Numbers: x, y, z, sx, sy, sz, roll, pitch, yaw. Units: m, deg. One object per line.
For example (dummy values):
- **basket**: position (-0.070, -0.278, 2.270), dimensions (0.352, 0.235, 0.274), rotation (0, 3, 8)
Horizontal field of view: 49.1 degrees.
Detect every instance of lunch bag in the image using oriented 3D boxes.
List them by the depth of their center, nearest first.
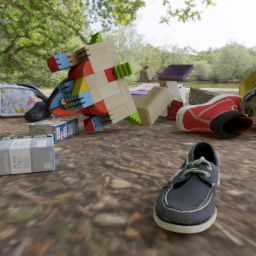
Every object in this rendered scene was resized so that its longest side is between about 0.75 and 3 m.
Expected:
- **lunch bag**: position (4.747, -0.752, 8.541), dimensions (2.073, 1.722, 2.471), rotation (-13, 0, 36)
- **lunch bag**: position (-4.594, -1.204, 11.757), dimensions (2.201, 1.399, 1.866), rotation (0, 8, -42)

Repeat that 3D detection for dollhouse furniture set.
- **dollhouse furniture set**: position (2.282, -0.531, 10.549), dimensions (1.543, 0.628, 0.831), rotation (19, 13, 9)
- **dollhouse furniture set**: position (1.067, -0.745, 10.787), dimensions (2.374, 2.126, 2.996), rotation (11, 48, 41)

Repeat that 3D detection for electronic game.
- **electronic game**: position (-1.818, -1.346, 10.865), dimensions (2.811, 0.585, 2.811), rotation (-30, -14, -8)

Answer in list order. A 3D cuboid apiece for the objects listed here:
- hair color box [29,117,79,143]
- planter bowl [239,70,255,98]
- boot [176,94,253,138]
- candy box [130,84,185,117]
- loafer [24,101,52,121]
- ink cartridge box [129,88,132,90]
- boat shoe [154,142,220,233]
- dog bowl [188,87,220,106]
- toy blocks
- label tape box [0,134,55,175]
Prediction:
- **hair color box**: position (-1.897, 0.017, 7.391), dimensions (0.718, 0.434, 1.435), rotation (2, 10, 12)
- **planter bowl**: position (5.938, -1.248, 10.949), dimensions (2.882, 1.200, 2.882), rotation (-18, 39, 15)
- **boot**: position (3.032, -0.333, 8.048), dimensions (2.708, 0.980, 1.953), rotation (-16, 17, -31)
- **candy box**: position (1.170, -1.331, 12.629), dimensions (2.211, 0.943, 2.635), rotation (4, 19, 25)
- **loafer**: position (-3.402, -0.669, 10.608), dimensions (0.651, 0.673, 1.918), rotation (0, 10, 4)
- **ink cartridge box**: position (-0.017, -1.650, 15.207), dimensions (1.717, 1.034, 2.364), rotation (5, 10, 30)
- **boat shoe**: position (0.776, 0.614, 3.447), dimensions (0.700, 0.604, 1.926), rotation (4, 11, 23)
- **dog bowl**: position (3.391, -0.964, 10.821), dimensions (2.298, 0.674, 2.298), rotation (16, 14, -4)
- **toy blocks**: position (-0.960, -1.096, 7.740), dimensions (1.453, 2.908, 1.988), rotation (-9, 16, 45)
- **label tape box**: position (-2.014, 0.441, 4.869), dimensions (1.424, 0.471, 1.020), rotation (-1, 10, -16)
